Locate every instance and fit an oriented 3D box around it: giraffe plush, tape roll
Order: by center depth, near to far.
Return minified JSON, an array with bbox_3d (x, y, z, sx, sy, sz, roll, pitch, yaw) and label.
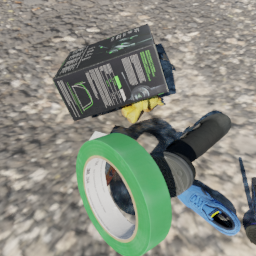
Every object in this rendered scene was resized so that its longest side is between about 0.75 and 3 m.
[{"bbox_3d":[-0.164,1.136,4.843,0.498,2.072,2.072,-18,49,-37],"label":"tape roll"},{"bbox_3d":[0.459,-0.791,8.382,0.983,1.212,1.046,-12,76,-42],"label":"giraffe plush"}]

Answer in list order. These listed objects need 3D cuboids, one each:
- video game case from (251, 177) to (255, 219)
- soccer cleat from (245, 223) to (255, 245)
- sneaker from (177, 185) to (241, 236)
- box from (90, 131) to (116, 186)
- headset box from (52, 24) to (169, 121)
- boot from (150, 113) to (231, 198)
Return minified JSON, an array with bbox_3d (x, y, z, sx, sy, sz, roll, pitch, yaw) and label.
[{"bbox_3d":[2.580,1.542,5.577,0.108,0.843,0.762,-7,38,17],"label":"video game case"},{"bbox_3d":[3.430,2.150,5.559,2.000,0.682,0.732,-4,22,36],"label":"soccer cleat"},{"bbox_3d":[1.706,1.706,6.178,1.659,0.650,0.547,34,86,33],"label":"sneaker"},{"bbox_3d":[-0.656,0.769,6.809,0.574,1.080,0.822,15,51,19],"label":"box"},{"bbox_3d":[-0.317,-1.673,7.809,2.816,1.306,2.452,-17,29,9],"label":"headset box"},{"bbox_3d":[1.481,0.486,6.302,2.763,2.277,0.907,-27,87,-29],"label":"boot"}]
